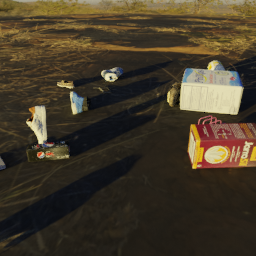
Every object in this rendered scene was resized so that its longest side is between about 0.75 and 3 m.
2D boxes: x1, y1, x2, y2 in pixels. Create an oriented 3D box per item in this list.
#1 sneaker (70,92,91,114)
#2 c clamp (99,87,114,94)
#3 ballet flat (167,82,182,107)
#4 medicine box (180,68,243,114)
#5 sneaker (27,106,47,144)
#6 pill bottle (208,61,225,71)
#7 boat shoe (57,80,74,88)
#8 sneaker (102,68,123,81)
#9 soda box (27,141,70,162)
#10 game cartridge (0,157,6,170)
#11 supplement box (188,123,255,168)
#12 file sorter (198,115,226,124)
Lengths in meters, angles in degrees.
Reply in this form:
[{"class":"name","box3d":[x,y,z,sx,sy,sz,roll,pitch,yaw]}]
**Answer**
[{"class":"sneaker","box3d":[-2.154,-1.227,12.875,0.887,0.612,1.594,-11,34,-8]},{"class":"c clamp","box3d":[-1.260,-2.001,14.875,0.843,0.134,0.987,-11,28,-29]},{"class":"ballet flat","box3d":[2.176,-1.700,13.477,0.612,0.889,2.639,19,27,10]},{"class":"medicine box","box3d":[3.861,-1.799,13.214,2.567,1.321,2.338,7,29,12]},{"class":"sneaker","box3d":[-3.174,-0.022,9.724,0.644,1.520,0.554,-7,18,-24]},{"class":"pill bottle","box3d":[5.248,-3.370,16.577,0.880,0.880,1.560,4,29,7]},{"class":"boat shoe","box3d":[-3.452,-2.463,15.482,1.087,0.323,0.390,14,32,24]},{"class":"sneaker","box3d":[-0.738,-3.067,16.407,1.435,0.578,1.051,-13,37,-27]},{"class":"soda box","box3d":[-2.638,0.778,9.353,1.341,0.474,0.425,-4,26,-9]},{"class":"game cartridge","box3d":[-4.667,1.253,8.750,1.412,0.271,0.915,-20,38,-32]},{"class":"supplement box","box3d":[3.062,0.559,8.908,2.094,1.155,0.897,-2,35,1]},{"class":"file sorter","box3d":[3.224,0.046,10.511,0.736,0.664,1.058,-16,32,-26]}]
